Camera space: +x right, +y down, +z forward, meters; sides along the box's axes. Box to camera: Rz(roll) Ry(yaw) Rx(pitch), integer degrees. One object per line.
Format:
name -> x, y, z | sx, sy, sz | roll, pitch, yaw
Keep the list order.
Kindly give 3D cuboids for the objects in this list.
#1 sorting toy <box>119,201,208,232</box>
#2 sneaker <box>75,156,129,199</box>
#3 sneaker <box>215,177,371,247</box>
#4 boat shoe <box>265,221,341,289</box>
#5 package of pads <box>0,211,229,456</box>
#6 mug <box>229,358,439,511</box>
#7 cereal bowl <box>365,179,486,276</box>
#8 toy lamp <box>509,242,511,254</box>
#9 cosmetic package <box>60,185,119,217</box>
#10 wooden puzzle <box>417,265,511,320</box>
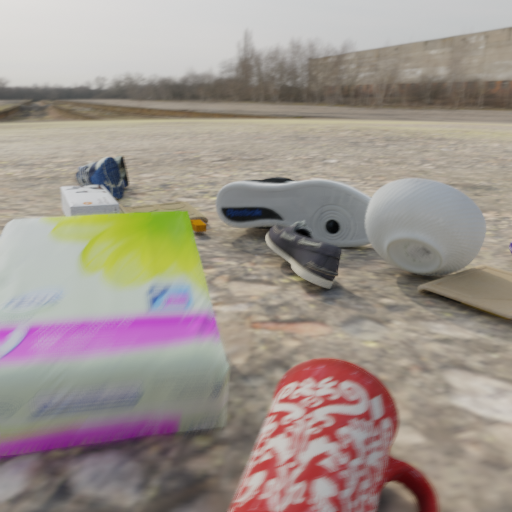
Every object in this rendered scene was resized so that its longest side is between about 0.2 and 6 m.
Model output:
sorting toy -> -2.015, -0.808, 12.507 | 1.775, 0.319, 2.383 | -4, 19, -21
sneaker -> -4.410, -2.104, 15.667 | 1.294, 1.171, 3.038 | -11, 11, -2
sneaker -> 1.089, -1.109, 11.669 | 3.466, 1.266, 1.939 | 11, 17, 19
boat shoe -> 0.816, -0.190, 9.388 | 0.823, 0.711, 2.266 | 19, 14, -22
package of pads -> -1.644, 0.598, 5.854 | 2.248, 0.992, 2.910 | -3, 33, -13
mug -> 0.546, 1.533, 3.805 | 1.355, 1.018, 1.526 | 4, 21, 18
cereal bowl -> 2.543, -0.288, 8.724 | 1.858, 1.858, 0.774 | 10, 56, 29
toy lamp -> 4.792, 0.050, 9.459 | 0.453, 0.453, 1.556 | -2, 17, -6
cosmetic package -> -3.882, -1.143, 12.952 | 1.046, 0.642, 2.535 | -8, 19, -22
wooden puzzle -> 3.503, 0.537, 8.205 | 1.563, 0.315, 1.690 | -13, 17, -34
